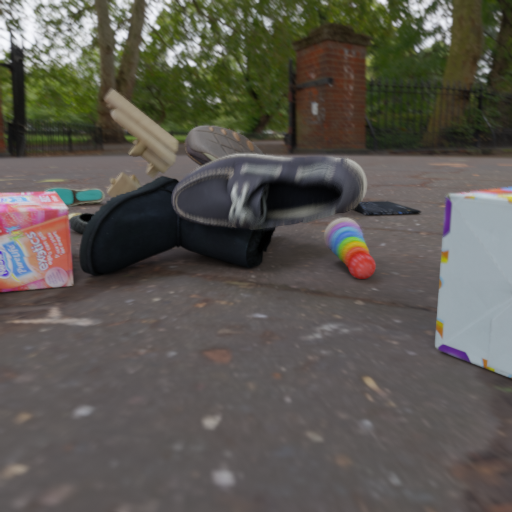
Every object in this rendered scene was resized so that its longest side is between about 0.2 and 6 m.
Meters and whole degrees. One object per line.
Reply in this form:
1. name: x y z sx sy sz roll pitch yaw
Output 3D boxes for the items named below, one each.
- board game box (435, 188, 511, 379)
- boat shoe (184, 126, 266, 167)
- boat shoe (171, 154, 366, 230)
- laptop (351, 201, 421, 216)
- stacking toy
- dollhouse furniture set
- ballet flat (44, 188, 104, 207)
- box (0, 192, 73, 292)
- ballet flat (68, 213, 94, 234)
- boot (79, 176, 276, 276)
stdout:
1. board game box: 3.500 0.121 5.728 3.109 1.631 1.602 -8 15 -34
2. boat shoe: -0.113 -1.294 10.240 2.952 1.082 1.100 25 39 -29
3. boat shoe: 0.019 -0.910 8.010 2.987 1.085 0.937 -2 14 19
4. laptop: 2.949 -1.855 15.359 2.424 1.252 2.148 -3 14 -11
5. stacking toy: 1.529 -0.090 8.858 0.621 0.621 1.455 -1 23 -6
6. dollhouse furniture set: -2.664 -1.648 10.246 1.551 1.903 1.810 38 17 -22
7. ballet flat: -5.368 -1.675 16.540 1.716 0.579 0.535 0 -16 -17
8. box: -3.614 -0.304 8.682 1.249 1.152 2.433 -5 14 -22
9. ballet flat: -3.225 -0.763 11.844 2.123 0.603 0.705 7 27 31
10. boot: -1.084 -0.348 8.924 2.327 1.058 2.769 16 33 18
